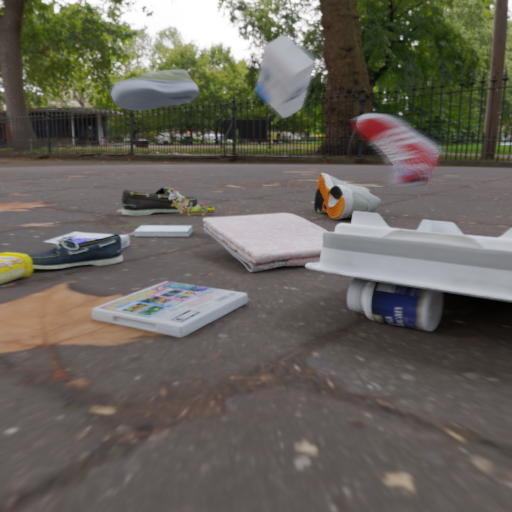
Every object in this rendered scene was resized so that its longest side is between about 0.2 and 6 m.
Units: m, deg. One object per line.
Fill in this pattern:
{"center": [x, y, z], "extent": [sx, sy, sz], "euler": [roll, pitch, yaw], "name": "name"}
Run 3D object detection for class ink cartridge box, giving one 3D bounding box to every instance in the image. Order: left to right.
{"center": [-3.622, -0.261, 12.054], "extent": [1.332, 0.289, 1.320], "euler": [5, 13, 12], "name": "ink cartridge box"}
{"center": [0.373, -2.395, 7.539], "extent": [0.365, 0.622, 0.850], "euler": [-36, -16, -21], "name": "ink cartridge box"}

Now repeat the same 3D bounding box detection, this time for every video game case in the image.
{"center": [-1.155, 0.699, 7.797], "extent": [1.486, 0.193, 1.632], "euler": [6, 14, 28], "name": "video game case"}

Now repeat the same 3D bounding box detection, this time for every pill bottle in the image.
{"center": [1.784, 0.584, 7.288], "extent": [1.117, 0.620, 0.620], "euler": [8, 14, 35], "name": "pill bottle"}

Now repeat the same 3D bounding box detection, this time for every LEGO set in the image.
{"center": [-2.050, -1.676, 17.460], "extent": [1.528, 0.569, 0.703], "euler": [21, 44, 11], "name": "LEGO set"}

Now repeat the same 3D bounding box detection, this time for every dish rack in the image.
{"center": [3.121, -0.029, 7.938], "extent": [3.622, 0.919, 4.220], "euler": [9, 6, 37], "name": "dish rack"}

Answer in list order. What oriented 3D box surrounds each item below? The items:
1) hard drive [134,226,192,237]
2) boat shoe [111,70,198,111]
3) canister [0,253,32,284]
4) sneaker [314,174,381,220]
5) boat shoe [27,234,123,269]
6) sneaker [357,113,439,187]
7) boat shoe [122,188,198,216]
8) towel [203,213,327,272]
{"center": [-2.310, -0.622, 14.073], "extent": [1.310, 0.175, 0.864], "euler": [1, 12, 1], "name": "hard drive"}
{"center": [-2.249, -3.651, 12.193], "extent": [2.114, 0.656, 0.761], "euler": [-17, -18, -42], "name": "boat shoe"}
{"center": [-4.378, 0.250, 9.396], "extent": [0.717, 0.418, 0.965], "euler": [5, 14, 21], "name": "canister"}
{"center": [2.816, -1.767, 17.579], "extent": [1.520, 1.251, 3.304], "euler": [5, 18, -11], "name": "sneaker"}
{"center": [-3.443, -0.085, 10.536], "extent": [1.874, 0.579, 0.702], "euler": [-6, 13, -24], "name": "boat shoe"}
{"center": [2.903, -2.194, 11.831], "extent": [1.925, 1.083, 0.686], "euler": [27, -30, -3], "name": "sneaker"}
{"center": [-3.044, -1.805, 18.114], "extent": [2.684, 0.808, 0.957], "euler": [-9, 15, -37], "name": "boat shoe"}
{"center": [0.438, -0.334, 11.458], "extent": [2.410, 0.407, 2.524], "euler": [-6, 23, -27], "name": "towel"}
